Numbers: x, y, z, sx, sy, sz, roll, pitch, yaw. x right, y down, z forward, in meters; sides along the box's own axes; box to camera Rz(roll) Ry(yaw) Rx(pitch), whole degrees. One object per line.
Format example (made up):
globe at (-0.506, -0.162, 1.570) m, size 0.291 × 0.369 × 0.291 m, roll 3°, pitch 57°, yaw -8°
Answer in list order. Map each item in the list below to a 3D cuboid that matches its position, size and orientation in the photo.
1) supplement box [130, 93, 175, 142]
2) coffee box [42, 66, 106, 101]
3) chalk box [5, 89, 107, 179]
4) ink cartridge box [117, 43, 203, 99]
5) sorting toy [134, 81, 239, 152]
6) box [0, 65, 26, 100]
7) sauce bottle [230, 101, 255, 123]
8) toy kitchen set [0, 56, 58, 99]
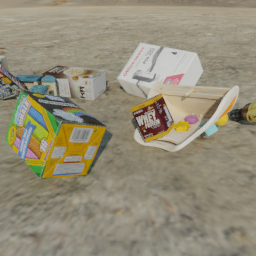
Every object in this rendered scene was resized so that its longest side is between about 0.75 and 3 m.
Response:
supplement box at (0.589, -0.251, 6.413) m, size 0.559 × 0.842 × 0.830 m, roll -22°, pitch 7°, yaw 26°
coffee box at (-1.898, -1.637, 10.011) m, size 1.965 × 0.783 × 1.124 m, roll 8°, pitch 30°, yaw 16°
chalk box at (-1.603, 0.016, 5.702) m, size 1.904 × 1.180 × 1.188 m, roll 33°, pitch 16°, yaw 36°
ink cartridge box at (1.034, -1.789, 9.346) m, size 2.291 × 0.971 × 1.669 m, roll 22°, pitch 74°, yaw 37°
sorting toy at (1.267, -0.174, 7.018) m, size 2.317 × 1.238 × 2.086 m, roll 12°, pitch 41°, yaw 42°
box at (-3.974, -1.385, 8.734) m, size 0.947 × 1.383 × 0.276 m, roll -16°, pitch 69°, yaw 6°
sauce bottle at (3.426, -0.425, 7.332) m, size 0.582 × 0.582 × 1.799 m, roll -10°, pitch -1°, yaw -19°
toy kitchen set at (-3.619, -1.355, 8.857) m, size 2.356 × 1.388 × 1.888 m, roll 3°, pitch 29°, yaw 6°
